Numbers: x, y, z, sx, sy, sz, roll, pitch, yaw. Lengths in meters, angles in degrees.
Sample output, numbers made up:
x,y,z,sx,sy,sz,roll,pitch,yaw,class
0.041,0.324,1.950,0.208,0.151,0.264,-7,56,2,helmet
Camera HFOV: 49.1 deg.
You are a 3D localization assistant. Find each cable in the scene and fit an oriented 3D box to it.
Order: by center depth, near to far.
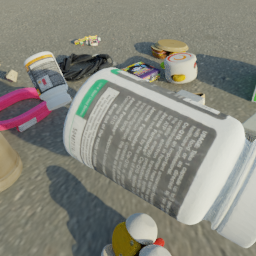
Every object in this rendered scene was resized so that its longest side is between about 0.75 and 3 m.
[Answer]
x,y,z,sx,sy,sz,roll,pitch,yaw,class
-1.974,-2.640,11.646,2.046,0.637,2.507,24,44,29,cable

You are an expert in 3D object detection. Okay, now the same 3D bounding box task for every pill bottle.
x,y,z,sx,sy,sz,roll,pitch,yaw,class
0.620,0.341,4.099,2.857,1.616,1.616,27,44,21,pill bottle
-1.843,-1.081,6.537,0.718,1.235,0.718,-25,3,1,pill bottle

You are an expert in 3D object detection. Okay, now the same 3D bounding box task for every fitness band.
x,y,z,sx,sy,sz,roll,pitch,yaw,class
-3.596,-0.631,9.122,1.774,0.462,2.469,21,41,26,fitness band

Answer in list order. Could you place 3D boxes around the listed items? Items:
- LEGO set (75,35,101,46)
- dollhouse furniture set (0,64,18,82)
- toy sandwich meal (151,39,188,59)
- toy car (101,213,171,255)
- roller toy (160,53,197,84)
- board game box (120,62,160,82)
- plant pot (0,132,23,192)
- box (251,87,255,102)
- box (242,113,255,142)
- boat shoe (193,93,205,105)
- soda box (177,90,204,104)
x,y,z,sx,sy,sz,roll,pitch,yaw,class
-2.013,-4.324,14.182,1.328,0.494,0.611,-15,5,-11,LEGO set
-5.721,-1.845,11.000,2.161,1.712,1.534,9,74,49,dollhouse furniture set
1.970,-3.663,13.111,1.729,0.592,1.729,3,33,-2,toy sandwich meal
0.293,2.302,4.831,1.078,1.258,1.437,23,23,-34,toy car
2.062,-2.299,10.916,1.236,0.947,1.355,-23,34,-16,roller toy
0.419,-2.142,11.185,1.379,0.391,1.140,-30,45,-34,board game box
-3.515,0.610,6.702,1.597,1.386,1.597,-1,37,1,plant pot
5.865,-1.739,9.949,2.205,1.208,2.498,18,40,22,box
4.028,0.731,6.220,1.143,1.396,2.941,-30,39,-33,box
1.930,-1.028,9.608,1.429,0.494,0.527,-1,37,-2,boat shoe
1.231,-0.249,8.327,0.846,0.786,2.478,28,45,32,soda box
